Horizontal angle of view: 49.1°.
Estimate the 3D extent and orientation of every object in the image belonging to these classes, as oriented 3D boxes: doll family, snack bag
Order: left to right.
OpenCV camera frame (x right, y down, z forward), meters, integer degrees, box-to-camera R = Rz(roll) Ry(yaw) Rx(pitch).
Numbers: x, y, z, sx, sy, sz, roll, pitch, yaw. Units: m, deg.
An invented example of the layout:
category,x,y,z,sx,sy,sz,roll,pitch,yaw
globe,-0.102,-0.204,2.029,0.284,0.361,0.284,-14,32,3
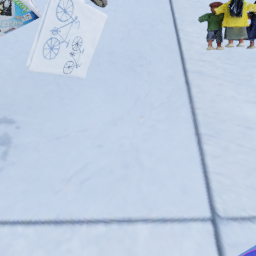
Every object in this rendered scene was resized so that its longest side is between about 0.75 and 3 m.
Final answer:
category,x,y,z,sx,sy,sz,roll,pitch,yaw
snack bag,-1.180,-1.858,5.793,0.184,1.617,1.715,32,19,25
doll family,3.008,-2.686,6.738,2.493,0.978,1.441,1,97,6

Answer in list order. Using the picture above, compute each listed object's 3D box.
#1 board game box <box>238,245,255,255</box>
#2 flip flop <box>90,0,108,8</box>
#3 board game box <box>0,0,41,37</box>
category,x,y,z,sx,sy,sz,roll,pitch,yaw
board game box,1.220,1.688,1.894,1.581,2.352,0.527,-39,90,13
flip flop,-0.991,-3.729,6.165,0.624,0.878,2.166,-30,97,-6
board game box,-2.767,-2.189,5.061,1.733,2.745,0.475,-26,98,0
